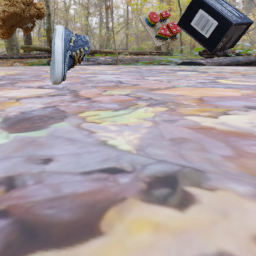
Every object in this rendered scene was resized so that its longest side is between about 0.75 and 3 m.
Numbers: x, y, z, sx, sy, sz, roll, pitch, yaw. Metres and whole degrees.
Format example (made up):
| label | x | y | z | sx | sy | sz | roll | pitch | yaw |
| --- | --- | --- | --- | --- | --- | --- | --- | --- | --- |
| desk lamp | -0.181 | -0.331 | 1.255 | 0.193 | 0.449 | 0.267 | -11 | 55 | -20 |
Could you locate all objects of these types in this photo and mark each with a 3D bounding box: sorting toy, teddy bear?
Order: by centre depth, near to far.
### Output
| label | x | y | z | sx | sy | sz | roll | pitch | yaw |
| --- | --- | --- | --- | --- | --- | --- | --- | --- | --- |
| teddy bear | -2.723 | -2.839 | 6.906 | 1.410 | 0.649 | 1.945 | -40 | 6 | 34 |
| sorting toy | 1.135 | -3.440 | 9.424 | 1.155 | 1.162 | 0.404 | -30 | -2 | -33 |

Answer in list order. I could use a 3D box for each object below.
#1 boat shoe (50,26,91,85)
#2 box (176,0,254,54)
| label | x | y | z | sx | sy | sz | roll | pitch | yaw |
| --- | --- | --- | --- | --- | --- | --- | --- | --- | --- |
| boat shoe | -1.636 | -2.111 | 8.150 | 1.093 | 0.852 | 2.408 | 9 | 48 | -21 |
| box | 2.871 | -3.401 | 9.095 | 1.574 | 1.110 | 2.128 | 47 | 40 | 17 |
